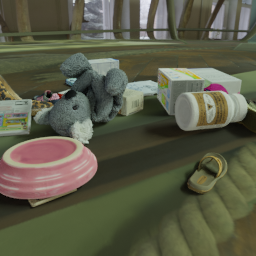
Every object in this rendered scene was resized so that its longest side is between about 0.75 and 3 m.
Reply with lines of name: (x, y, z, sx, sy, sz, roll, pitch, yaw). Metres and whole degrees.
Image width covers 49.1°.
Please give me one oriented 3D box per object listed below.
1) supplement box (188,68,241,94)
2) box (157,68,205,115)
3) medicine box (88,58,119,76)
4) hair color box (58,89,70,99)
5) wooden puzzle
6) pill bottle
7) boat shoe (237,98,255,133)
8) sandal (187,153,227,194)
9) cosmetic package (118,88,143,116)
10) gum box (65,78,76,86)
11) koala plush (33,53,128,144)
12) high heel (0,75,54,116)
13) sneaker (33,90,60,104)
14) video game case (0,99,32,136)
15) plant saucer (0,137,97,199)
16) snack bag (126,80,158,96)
supplement box: (3.948, -1.889, 13.481, 1.506, 1.474, 2.913, -5, 23, -11)
box: (2.345, -1.804, 13.102, 1.447, 1.605, 2.854, -2, 21, -5)
medicine box: (-1.512, -2.809, 15.325, 1.931, 1.759, 0.994, -13, 26, -28)
hair color box: (-2.406, -1.586, 13.776, 1.029, 0.621, 2.027, 11, 24, 25)
wooden puzzle: (-2.043, 1.434, 7.046, 1.118, 0.225, 1.208, -16, 27, -33)
pill bottle: (3.152, -0.690, 10.609, 2.458, 1.405, 1.405, -5, 23, -18)
boat shoe: (4.874, -0.562, 11.088, 0.896, 0.974, 2.725, 6, 23, -10)
sandal: (2.169, 1.073, 7.523, 0.779, 0.524, 1.939, 14, 26, 30)
cosmetic package: (-0.595, -1.356, 12.978, 2.418, 0.859, 1.272, 18, 29, 37)
gum box: (-3.200, -2.865, 17.437, 1.011, 0.265, 1.190, -15, 27, -33)
koala plush: (-1.718, -0.725, 10.198, 2.554, 2.647, 2.880, 24, 49, 17)
high heel: (-4.621, -1.583, 11.831, 2.951, 2.104, 1.054, -3, -9, -1)
sneaker: (-3.828, -1.417, 13.173, 2.023, 0.830, 0.710, 18, 28, 37)
video game case: (-4.624, -0.393, 10.563, 1.851, 0.204, 1.685, -4, 51, -10)
plant saucer: (-2.213, 0.890, 7.556, 2.736, 0.693, 2.736, -1, 19, 0)
snack bag: (0.851, -2.247, 15.942, 2.566, 0.275, 2.420, -12, 26, -26)
